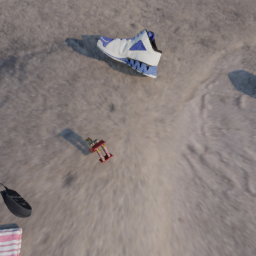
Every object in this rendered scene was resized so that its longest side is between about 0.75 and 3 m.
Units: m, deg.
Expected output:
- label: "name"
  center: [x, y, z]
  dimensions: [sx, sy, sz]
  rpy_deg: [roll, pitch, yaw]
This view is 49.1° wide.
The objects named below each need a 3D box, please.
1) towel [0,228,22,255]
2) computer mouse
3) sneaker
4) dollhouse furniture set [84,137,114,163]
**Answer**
- label: "towel"
  center: [-2.588, 2.599, 5.222]
  dimensions: [1.040, 0.213, 1.421]
  rpy_deg: [-5, 52, -4]
- label: "computer mouse"
  center: [-2.459, 1.193, 5.392]
  dimensions: [1.597, 0.468, 0.272]
  rpy_deg: [37, 85, 19]
- label: "sneaker"
  center: [0.206, -2.465, 8.445]
  dimensions: [2.061, 1.190, 0.833]
  rpy_deg: [31, 16, 17]
- label: "dollhouse furniture set"
  center: [-0.706, 0.472, 6.644]
  dimensions: [0.323, 0.427, 0.794]
  rpy_deg: [-34, 26, -16]
